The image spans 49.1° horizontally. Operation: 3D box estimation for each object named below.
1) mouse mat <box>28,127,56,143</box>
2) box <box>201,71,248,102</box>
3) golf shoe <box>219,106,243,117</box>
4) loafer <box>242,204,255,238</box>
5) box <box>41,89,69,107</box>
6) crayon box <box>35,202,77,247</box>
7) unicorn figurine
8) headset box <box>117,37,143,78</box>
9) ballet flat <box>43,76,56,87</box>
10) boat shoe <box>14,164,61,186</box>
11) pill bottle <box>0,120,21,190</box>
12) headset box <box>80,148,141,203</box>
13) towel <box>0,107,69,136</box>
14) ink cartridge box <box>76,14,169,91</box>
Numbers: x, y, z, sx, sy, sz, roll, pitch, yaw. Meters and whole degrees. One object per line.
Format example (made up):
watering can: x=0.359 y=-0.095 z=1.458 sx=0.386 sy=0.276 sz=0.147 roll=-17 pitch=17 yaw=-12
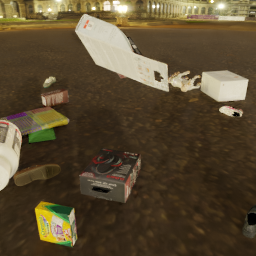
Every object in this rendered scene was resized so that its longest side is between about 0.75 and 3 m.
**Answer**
mouse mat: x=-3.480 y=0.253 z=11.286 sx=1.060 sy=0.050 sz=1.318 roll=-8 pitch=26 yaw=-16
box: x=5.252 y=-2.360 z=15.489 sx=1.604 sy=1.120 sz=2.106 roll=-5 pitch=26 yaw=-11
golf shoe: x=4.766 y=-0.765 z=13.017 sx=1.056 sy=0.383 sz=0.486 roll=14 pitch=29 yaw=27
loafer: x=3.081 y=2.186 z=6.807 sx=0.388 sy=0.401 sz=1.143 roll=17 pitch=30 yaw=31
box: x=-3.729 y=-1.541 z=14.336 sx=1.295 sy=0.648 sz=0.485 roll=-21 pitch=33 yaw=-37
crayon box: x=-1.592 y=2.151 z=6.250 sx=0.813 sy=0.942 sz=0.275 roll=6 pitch=26 yaw=13
unicorn figurine: x=3.435 y=-2.705 z=16.621 sx=1.867 sy=1.004 sz=2.718 roll=-27 pitch=21 yaw=-28
headset box: x=-0.170 y=-3.312 z=13.507 sx=0.631 sy=1.683 sz=1.251 roll=-21 pitch=73 yaw=-37
ballet flat: x=-4.936 y=-2.931 z=17.507 sx=0.453 sy=0.428 sz=1.344 roll=5 pitch=26 yaw=11
boat shoe: x=-2.777 y=1.312 z=8.540 sx=1.361 sy=0.490 sz=0.463 roll=-11 pitch=29 yaw=-23
pill bottle: x=-4.038 y=0.821 z=8.526 sx=1.375 sy=1.375 sz=2.485 roll=-7 pitch=26 yaw=-14
headset box: x=-0.490 y=1.373 z=8.183 sx=1.343 sy=0.678 sz=1.807 roll=8 pitch=27 yaw=16
towel: x=-4.172 y=-0.236 z=11.997 sx=2.901 sy=0.330 sz=2.083 roll=-19 pitch=32 yaw=-33
ink cartridge box: x=0.034 y=-2.143 z=8.287 sx=2.719 sy=0.682 sz=2.205 roll=21 pitch=-7 yaw=13
